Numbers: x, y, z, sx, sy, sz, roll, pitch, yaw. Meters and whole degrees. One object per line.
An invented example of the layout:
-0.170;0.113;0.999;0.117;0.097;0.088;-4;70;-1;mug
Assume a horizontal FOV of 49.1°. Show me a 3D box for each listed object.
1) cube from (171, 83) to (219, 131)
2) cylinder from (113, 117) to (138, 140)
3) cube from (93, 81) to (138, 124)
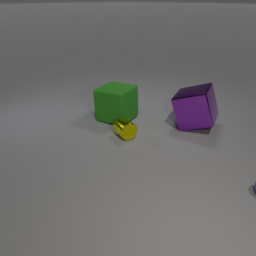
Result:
2.737;-0.861;11.324;1.400;1.400;1.400;-7;22;30;cube
-0.103;0.015;10.789;0.700;0.700;0.700;-15;31;-27;cylinder
-0.490;-1.080;12.060;1.400;1.400;1.400;12;30;28;cube
